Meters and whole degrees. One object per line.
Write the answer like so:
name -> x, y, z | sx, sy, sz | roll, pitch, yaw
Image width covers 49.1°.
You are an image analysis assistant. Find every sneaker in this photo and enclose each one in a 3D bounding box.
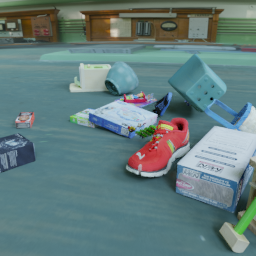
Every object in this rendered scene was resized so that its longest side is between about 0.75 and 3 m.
sneaker -> 1.404, -1.006, 11.580 | 0.476, 1.221, 0.428 | 20, 39, -5
sneaker -> 0.911, 0.423, 8.129 | 1.142, 1.259, 2.965 | 13, 25, 30

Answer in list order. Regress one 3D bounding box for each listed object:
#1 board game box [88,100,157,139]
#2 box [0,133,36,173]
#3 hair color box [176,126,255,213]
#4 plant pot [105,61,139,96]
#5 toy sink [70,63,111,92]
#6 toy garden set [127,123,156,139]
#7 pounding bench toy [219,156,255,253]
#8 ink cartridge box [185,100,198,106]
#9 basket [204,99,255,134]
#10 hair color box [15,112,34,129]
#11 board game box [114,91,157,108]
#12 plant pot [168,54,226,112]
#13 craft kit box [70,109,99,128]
board game box -> -0.169, -0.406, 10.973 | 1.962, 0.426, 1.953 | 23, 31, 27
box -> -3.497, 0.697, 8.313 | 1.076, 0.632, 1.058 | -18, 28, -40
hair color box -> 2.500, 0.906, 7.446 | 1.436, 0.869, 2.871 | 14, 26, 31
plant pot -> -0.493, -2.512, 15.158 | 1.218, 1.818, 1.818 | -43, 41, -23
toy sink -> -2.210, -3.007, 16.495 | 2.486, 1.393, 1.621 | -4, 22, -9
toy garden set -> 0.493, 0.096, 9.120 | 0.786, 0.188, 0.942 | 28, -29, -24
pounding bench toy -> 2.825, 1.366, 5.248 | 2.124, 1.657, 1.319 | -8, 23, -18
ink cartridge box -> 3.207, -1.224, 13.708 | 0.851, 0.179, 0.508 | 9, 25, 15
basket -> 3.506, -0.208, 9.177 | 1.996, 1.388, 1.760 | 41, 31, 12
hair color box -> -4.122, -0.329, 11.256 | 0.555, 0.335, 1.094 | -3, 23, -11
board game box -> 0.385, -1.572, 14.238 | 1.736, 0.428, 2.197 | 16, 27, 34
plant pot -> 3.002, -1.770, 11.878 | 1.762, 1.763, 2.494 | 41, 18, -12
craft kit box -> -1.517, -0.434, 11.611 | 1.266, 0.307, 1.250 | 13, 23, 29
